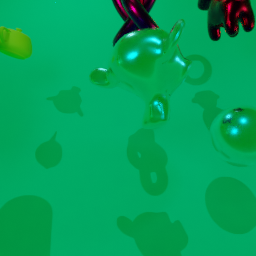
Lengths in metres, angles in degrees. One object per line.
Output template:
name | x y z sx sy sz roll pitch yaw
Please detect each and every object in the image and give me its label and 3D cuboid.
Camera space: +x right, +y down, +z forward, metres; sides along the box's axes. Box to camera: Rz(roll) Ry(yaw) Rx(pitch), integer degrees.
cow figurine | 2.243 -2.972 6.625 0.938 1.708 1.681 -13 100 -5
knot shape | 0.117 -2.319 5.755 0.867 1.755 1.875 -5 70 -14
teapot | -2.436 -1.859 6.117 0.769 1.236 0.605 15 87 9
ball | 2.367 0.164 5.852 1.293 1.293 1.293 0 59 0
monkey head | 0.248 -0.765 4.245 1.914 1.153 1.377 -17 53 42
